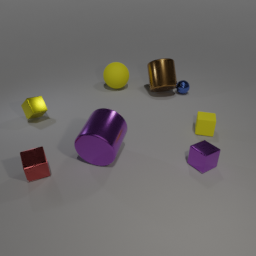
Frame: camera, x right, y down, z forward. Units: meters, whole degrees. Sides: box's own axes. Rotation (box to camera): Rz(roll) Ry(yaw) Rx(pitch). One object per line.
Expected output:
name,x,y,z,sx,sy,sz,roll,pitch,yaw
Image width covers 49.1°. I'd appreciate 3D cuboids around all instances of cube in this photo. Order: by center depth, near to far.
cube,-2.858,1.113,8.640,0.700,0.700,0.700,-15,50,-19
cube,2.469,0.924,9.150,0.700,0.700,0.700,-17,35,-30
cube,3.057,-0.168,11.063,0.700,0.700,0.700,8,30,10
cube,-3.945,-0.855,11.805,0.700,0.700,0.700,-19,-9,-45

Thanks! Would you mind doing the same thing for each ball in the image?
ball,2.853,-2.131,14.554,0.700,0.700,0.700,0,30,0
ball,-0.631,-2.823,15.046,1.400,1.400,1.400,0,30,0

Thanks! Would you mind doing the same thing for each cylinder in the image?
cylinder,-0.870,0.292,9.325,1.400,1.400,1.400,8,42,15
cylinder,1.752,-2.671,14.335,1.400,1.400,1.400,-7,-4,-1
